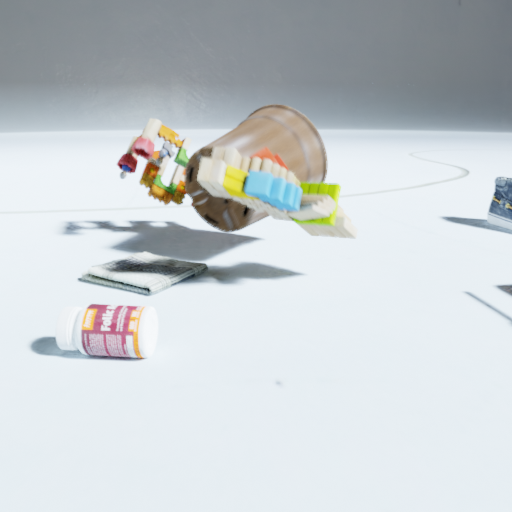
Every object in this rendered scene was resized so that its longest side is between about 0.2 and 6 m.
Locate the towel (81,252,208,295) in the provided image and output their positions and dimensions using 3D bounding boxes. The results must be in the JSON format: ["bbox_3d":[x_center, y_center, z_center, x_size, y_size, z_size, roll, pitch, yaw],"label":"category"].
[{"bbox_3d":[-1.663,0.195,8.382,1.442,0.249,1.388,8,18,30],"label":"towel"}]

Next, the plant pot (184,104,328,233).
[{"bbox_3d":[-0.085,-1.383,9.298,1.881,1.881,1.862,11,30,34],"label":"plant pot"}]

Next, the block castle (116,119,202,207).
[{"bbox_3d":[-1.504,-1.548,10.496,2.011,0.943,1.343,27,-21,-25],"label":"block castle"}]

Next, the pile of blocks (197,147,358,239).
[{"bbox_3d":[0.431,-0.950,7.449,2.518,0.782,1.034,19,-13,-34],"label":"pile of blocks"}]

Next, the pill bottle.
[{"bbox_3d":[-1.538,0.768,5.813,0.937,0.535,0.535,2,16,5],"label":"pill bottle"}]

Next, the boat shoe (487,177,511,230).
[{"bbox_3d":[5.480,-0.970,11.064,0.797,1.022,2.252,-6,17,-21],"label":"boat shoe"}]
